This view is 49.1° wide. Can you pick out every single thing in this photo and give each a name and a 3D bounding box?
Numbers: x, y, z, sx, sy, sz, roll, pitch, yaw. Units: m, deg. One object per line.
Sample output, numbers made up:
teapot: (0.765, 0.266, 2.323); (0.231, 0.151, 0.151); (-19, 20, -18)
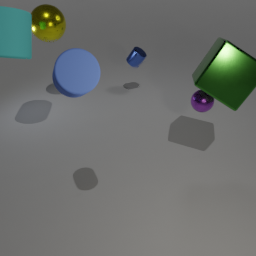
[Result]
cylinder: (-0.857, -0.867, 4.554); (0.700, 0.700, 0.700); (-11, 5, -16)
ball: (2.266, -0.825, 8.533); (0.700, 0.700, 0.700); (0, 33, 0)
cylinder: (-3.729, -2.899, 8.690); (1.400, 1.400, 1.400); (4, 12, -1)
cube: (2.834, -1.581, 8.023); (1.400, 1.400, 1.400); (32, 23, -3)
cylinder: (0.386, -3.250, 12.895); (0.700, 0.700, 0.700); (24, 41, -23)
ball: (-3.136, -4.085, 10.962); (1.400, 1.400, 1.400); (0, 33, 0)
